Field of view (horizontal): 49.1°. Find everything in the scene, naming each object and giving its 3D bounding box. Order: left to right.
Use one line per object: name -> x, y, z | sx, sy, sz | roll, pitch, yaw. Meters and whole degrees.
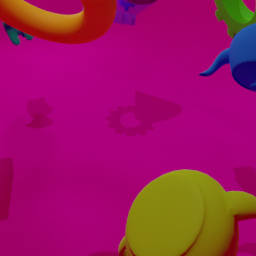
cow figurine -> -3.217, -3.075, 7.779 | 0.798, 1.430, 1.453 | -28, 36, -16
ring -> -1.041, -1.557, 3.133 | 1.880, 1.880, 0.376 | 11, 77, 15
gear -> -0.506, -2.971, 7.447 | 1.414, 0.262, 1.414 | 8, 18, -3
cone -> 0.005, -3.623, 8.327 | 1.573, 1.579, 1.573 | 6, 64, -12
teapot -> 0.474, 0.765, 2.091 | 1.399, 0.685, 0.870 | -31, 35, 25
gear -> 2.009, -2.364, 4.796 | 0.357, 1.929, 1.929 | -27, 40, -2
teapot -> 1.817, -0.878, 3.825 | 1.678, 1.044, 0.822 | 12, 71, 38
